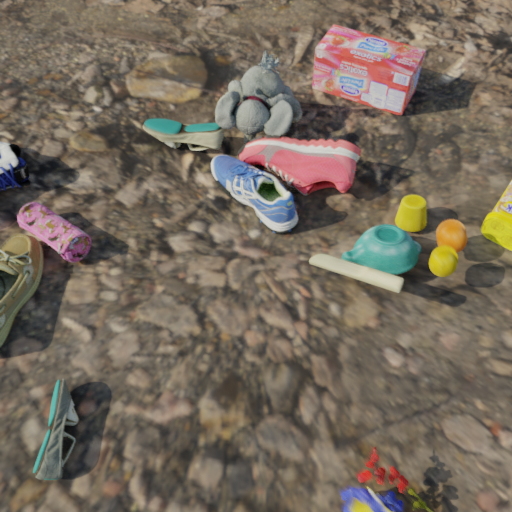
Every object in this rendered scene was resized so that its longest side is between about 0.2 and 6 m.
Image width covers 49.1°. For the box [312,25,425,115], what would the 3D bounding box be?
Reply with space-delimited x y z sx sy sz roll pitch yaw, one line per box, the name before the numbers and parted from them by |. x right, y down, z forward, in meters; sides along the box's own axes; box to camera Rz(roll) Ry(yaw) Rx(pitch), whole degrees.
box | 2.843 -4.765 14.365 2.528 1.297 1.197 22 57 17

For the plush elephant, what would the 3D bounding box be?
plush elephant | 0.025 -3.426 13.183 1.868 2.268 1.756 21 75 6

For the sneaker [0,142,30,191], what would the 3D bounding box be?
sneaker | -5.894 -1.732 12.340 1.471 1.029 2.546 6 53 7

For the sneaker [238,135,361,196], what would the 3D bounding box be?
sneaker | 0.869 -1.983 12.545 2.827 1.042 1.226 5 87 19

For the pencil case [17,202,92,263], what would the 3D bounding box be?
pencil case | -4.224 -0.511 11.691 1.636 0.708 0.677 31 89 21

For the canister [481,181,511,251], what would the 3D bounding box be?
canister | 5.677 -0.893 11.967 1.161 0.676 1.563 30 58 20

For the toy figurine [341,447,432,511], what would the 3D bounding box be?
toy figurine | 1.856 3.882 8.615 1.650 0.989 0.871 48 30 -11

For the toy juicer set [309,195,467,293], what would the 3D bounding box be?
toy juicer set | 2.834 0.051 11.066 3.156 0.859 2.008 -31 48 -28

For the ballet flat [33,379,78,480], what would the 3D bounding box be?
ballet flat | -3.276 2.907 9.405 0.530 0.560 1.662 18 52 -21

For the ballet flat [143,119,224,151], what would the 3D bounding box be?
ballet flat | -1.731 -2.834 13.353 2.005 0.696 0.696 8 54 14

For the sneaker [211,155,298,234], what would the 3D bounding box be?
sneaker | -0.019 -1.579 12.260 2.534 0.976 0.959 38 64 24

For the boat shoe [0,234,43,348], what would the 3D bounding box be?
boat shoe | -4.959 0.599 10.751 1.019 0.879 2.792 11 55 7
